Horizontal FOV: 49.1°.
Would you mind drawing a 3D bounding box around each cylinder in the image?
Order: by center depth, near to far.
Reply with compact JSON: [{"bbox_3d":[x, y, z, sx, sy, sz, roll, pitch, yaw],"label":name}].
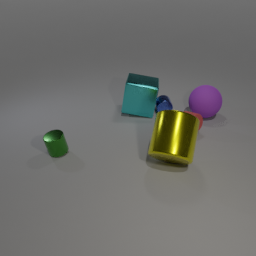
[{"bbox_3d":[1.453,0.315,8.872,1.400,1.400,1.400,13,-14,3],"label":"cylinder"},{"bbox_3d":[-2.476,0.528,9.633,0.700,0.700,0.700,-7,35,5],"label":"cylinder"},{"bbox_3d":[2.426,-0.266,10.911,0.700,0.700,0.700,-20,23,-31],"label":"cylinder"},{"bbox_3d":[1.605,-1.023,12.527,0.700,0.700,0.700,-1,29,-1],"label":"cylinder"}]

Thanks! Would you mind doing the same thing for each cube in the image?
[{"bbox_3d":[0.554,-1.462,12.395,1.400,1.400,1.400,10,29,1],"label":"cube"}]

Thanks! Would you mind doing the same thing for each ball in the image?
[{"bbox_3d":[3.304,-1.138,11.992,1.400,1.400,1.400,0,29,0],"label":"ball"}]
